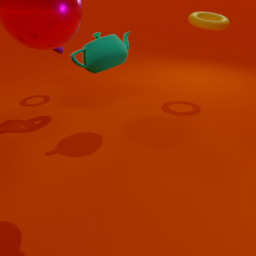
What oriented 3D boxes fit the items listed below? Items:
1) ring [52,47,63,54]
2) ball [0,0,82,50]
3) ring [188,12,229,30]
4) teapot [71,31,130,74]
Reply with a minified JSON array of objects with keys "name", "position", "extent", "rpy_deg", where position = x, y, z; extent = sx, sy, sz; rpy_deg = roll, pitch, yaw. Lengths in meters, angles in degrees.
[{"name":"ring","position":[-2.968,-3.204,10.654],"extent":[1.124,0.225,1.124],"rpy_deg":[34,9,-6]},{"name":"ball","position":[-1.374,-1.896,4.401],"extent":[1.296,1.296,1.296],"rpy_deg":[0,28,0]},{"name":"ring","position":[2.859,-3.809,9.937],"extent":[1.429,0.286,1.429],"rpy_deg":[4,37,-3]},{"name":"teapot","position":[-0.638,-2.145,7.749],"extent":[2.075,1.016,1.290],"rpy_deg":[-28,14,-29]}]
